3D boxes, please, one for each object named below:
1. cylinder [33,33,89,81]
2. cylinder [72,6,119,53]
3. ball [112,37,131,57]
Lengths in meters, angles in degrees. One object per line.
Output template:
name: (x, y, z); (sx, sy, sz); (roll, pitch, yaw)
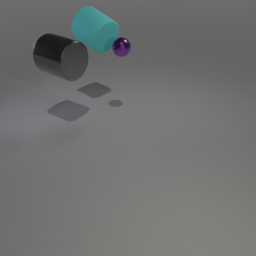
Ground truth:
cylinder: (-2.370, -2.518, 9.952); (1.400, 1.400, 1.400); (23, 38, 27)
cylinder: (-1.336, -4.012, 11.451); (1.400, 1.400, 1.400); (40, 46, 22)
ball: (-0.243, -2.988, 10.362); (0.700, 0.700, 0.700); (0, 31, 0)
